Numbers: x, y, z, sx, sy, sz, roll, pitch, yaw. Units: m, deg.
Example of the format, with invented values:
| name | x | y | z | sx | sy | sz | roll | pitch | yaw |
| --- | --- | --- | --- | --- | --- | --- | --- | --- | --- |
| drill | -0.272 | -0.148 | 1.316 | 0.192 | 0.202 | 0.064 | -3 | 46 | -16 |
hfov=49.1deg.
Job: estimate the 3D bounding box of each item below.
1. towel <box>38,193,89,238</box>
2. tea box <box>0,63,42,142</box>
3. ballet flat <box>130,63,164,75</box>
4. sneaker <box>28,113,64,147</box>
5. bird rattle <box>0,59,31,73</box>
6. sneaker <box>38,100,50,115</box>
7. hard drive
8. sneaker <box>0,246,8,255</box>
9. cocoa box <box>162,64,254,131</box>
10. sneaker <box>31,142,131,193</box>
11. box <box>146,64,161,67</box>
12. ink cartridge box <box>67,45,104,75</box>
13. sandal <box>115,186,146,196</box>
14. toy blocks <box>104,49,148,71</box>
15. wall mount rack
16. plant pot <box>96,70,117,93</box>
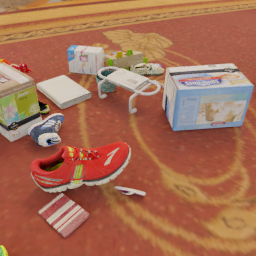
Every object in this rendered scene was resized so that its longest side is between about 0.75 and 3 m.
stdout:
| name | x | y | z | sx | sy | sz | roll | pitch | yaw |
| --- | --- | --- | --- | --- | --- | --- | --- | --- | --- |
| towel | -1.546 | 2.064 | 6.722 | 1.064 | 0.121 | 0.766 | 26 | 46 | 33 |
| tea box | -3.968 | -0.902 | 9.214 | 1.881 | 1.850 | 1.257 | 29 | 45 | 32 |
| ballet flat | 0.905 | -2.689 | 12.727 | 1.619 | 0.505 | 0.546 | -7 | 37 | -9 |
| sneaker | -2.369 | 0.127 | 9.015 | 1.022 | 0.562 | 1.396 | 35 | 43 | 24 |
| bird rattle | -5.436 | -2.635 | 12.138 | 2.458 | 1.385 | 2.004 | -2 | 21 | -8 |
| sneaker | -3.344 | -0.860 | 10.311 | 1.143 | 0.473 | 0.410 | 15 | 39 | 19 |
| hard drive | -2.631 | -1.517 | 11.363 | 1.358 | 0.270 | 2.059 | -27 | 44 | -31 |
| sneaker | -2.578 | 2.772 | 5.577 | 0.390 | 0.345 | 0.932 | -9 | 38 | -18 |
| cocoa box | 2.605 | -1.061 | 9.577 | 2.490 | 1.660 | 1.634 | -4 | 37 | -5 |
| sneaker | -1.208 | 0.866 | 7.058 | 2.619 | 1.112 | 1.008 | -19 | 40 | 2 |
| box | 1.195 | -2.899 | 13.308 | 0.758 | 0.157 | 0.451 | 4 | 37 | 1 |
| ink cartridge box | -1.898 | -3.088 | 12.756 | 1.523 | 1.101 | 0.645 | 7 | 37 | 9 |
| sandal | 0.036 | 1.651 | 7.176 | 0.820 | 0.334 | 0.202 | 10 | 79 | 12 |
| toy blocks | -0.298 | -3.268 | 13.278 | 2.048 | 1.023 | 1.400 | -18 | 29 | -22 |
| wall mount rack | 0.266 | -1.695 | 11.061 | 2.837 | 1.058 | 2.465 | 28 | 49 | 32 |
| plant pot | -0.829 | -1.867 | 11.513 | 0.965 | 0.647 | 0.965 | 0 | 37 | 0 |
